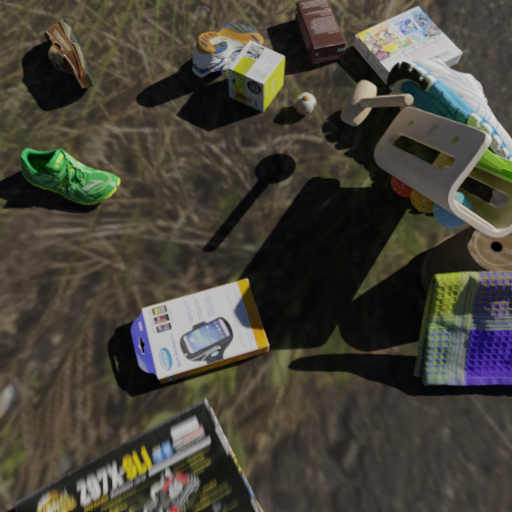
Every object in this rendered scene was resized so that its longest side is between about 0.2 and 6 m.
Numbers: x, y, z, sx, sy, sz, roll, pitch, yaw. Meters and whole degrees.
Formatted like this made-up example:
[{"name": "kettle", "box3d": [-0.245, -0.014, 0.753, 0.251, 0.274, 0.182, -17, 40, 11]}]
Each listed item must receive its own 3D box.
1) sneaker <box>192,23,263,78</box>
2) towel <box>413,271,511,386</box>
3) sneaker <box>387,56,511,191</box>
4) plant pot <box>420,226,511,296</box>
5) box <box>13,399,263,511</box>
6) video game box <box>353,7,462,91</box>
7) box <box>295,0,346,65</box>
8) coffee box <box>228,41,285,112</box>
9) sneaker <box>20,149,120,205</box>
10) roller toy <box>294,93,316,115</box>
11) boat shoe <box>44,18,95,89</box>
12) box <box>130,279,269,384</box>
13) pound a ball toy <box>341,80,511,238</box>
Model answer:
[{"name": "sneaker", "box3d": [-0.622, -4.103, 11.238, 1.797, 0.792, 0.676, -30, 70, -39]}, {"name": "towel", "box3d": [3.823, 1.125, 8.240, 2.728, 1.959, 0.311, 2, 23, 1]}, {"name": "sneaker", "box3d": [3.904, -2.596, 10.244, 1.350, 1.168, 3.115, -29, 74, -24]}, {"name": "plant pot", "box3d": [3.551, 0.129, 8.861, 1.559, 1.353, 1.559, 0, 64, 0]}, {"name": "box", "box3d": [-1.417, 3.674, 7.508, 2.898, 0.715, 2.314, -27, 68, -11]}, {"name": "video game box", "box3d": [3.061, -4.207, 11.413, 1.627, 0.381, 1.482, -28, 72, -12]}, {"name": "box", "box3d": [1.311, -4.654, 11.566, 0.687, 0.514, 1.371, -12, 64, -6]}, {"name": "coffee box", "box3d": [0.010, -3.453, 10.822, 0.801, 0.808, 0.810, 28, 68, 12]}, {"name": "sneaker", "box3d": [-3.349, -1.425, 9.896, 1.850, 0.773, 0.685, 13, 65, 5]}, {"name": "roller toy", "box3d": [0.939, -2.923, 10.799, 0.286, 0.409, 0.373, -51, 119, -25]}, {"name": "boat shoe", "box3d": [-3.760, -3.964, 11.193, 0.683, 0.700, 1.850, -26, 59, -6]}, {"name": "box", "box3d": [-0.919, 1.211, 8.876, 2.004, 0.416, 1.193, -16, 66, -5]}, {"name": "pound a ball toy", "box3d": [2.555, -1.545, 8.840, 2.080, 3.190, 1.355, 27, 105, -21]}]
